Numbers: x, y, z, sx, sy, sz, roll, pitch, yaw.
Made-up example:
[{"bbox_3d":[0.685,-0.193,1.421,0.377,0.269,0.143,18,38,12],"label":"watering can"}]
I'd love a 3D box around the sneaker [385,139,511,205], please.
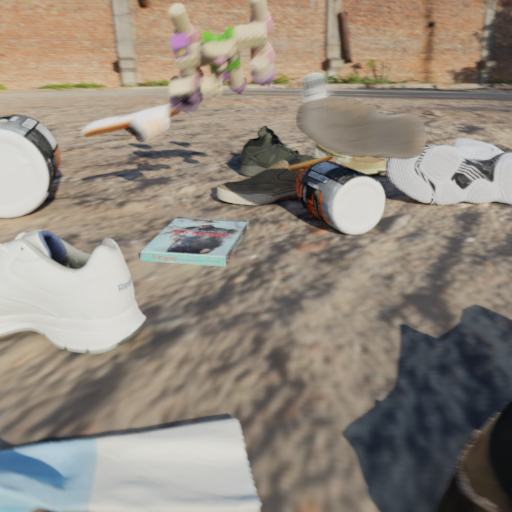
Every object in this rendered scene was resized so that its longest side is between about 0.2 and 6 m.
[{"bbox_3d":[4.381,-1.922,12.561,3.356,1.261,1.929,4,20,-5],"label":"sneaker"}]

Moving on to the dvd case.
[{"bbox_3d":[-0.981,-0.283,9.543,1.399,0.211,1.917,4,20,10],"label":"dvd case"}]

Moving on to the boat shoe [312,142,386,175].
[{"bbox_3d":[2.482,-2.735,15.263,0.916,0.822,2.476,-18,27,-40],"label":"boat shoe"}]

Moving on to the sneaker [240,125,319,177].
[{"bbox_3d":[0.699,-2.694,14.573,2.224,1.274,0.850,4,22,4],"label":"sneaker"}]

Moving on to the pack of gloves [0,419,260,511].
[{"bbox_3d":[-1.380,1.782,3.440,3.010,0.594,2.528,-5,20,-11],"label":"pack of gloves"}]

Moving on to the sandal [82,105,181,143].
[{"bbox_3d":[-2.339,-2.434,10.833,1.953,0.560,0.748,-19,6,-19],"label":"sandal"}]

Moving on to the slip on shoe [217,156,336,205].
[{"bbox_3d":[0.519,-1.697,12.398,2.852,0.864,1.084,-5,21,-12],"label":"slip on shoe"}]

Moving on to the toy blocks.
[{"bbox_3d":[-0.596,-3.706,11.241,2.075,2.220,1.869,-7,-21,5],"label":"toy blocks"}]

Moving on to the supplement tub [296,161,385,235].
[{"bbox_3d":[1.512,-1.157,10.585,1.125,1.125,1.836,-7,21,-18],"label":"supplement tub"}]

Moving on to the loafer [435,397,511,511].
[{"bbox_3d":[2.505,1.153,4.133,3.529,1.259,1.288,-19,27,-41],"label":"loafer"}]

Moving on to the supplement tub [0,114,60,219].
[{"bbox_3d":[-5.171,-2.016,11.902,1.819,1.819,2.968,-5,20,-14],"label":"supplement tub"}]

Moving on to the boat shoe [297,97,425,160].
[{"bbox_3d":[1.522,-1.852,8.504,2.199,0.833,0.789,8,2,-27],"label":"boat shoe"}]

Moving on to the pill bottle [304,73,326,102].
[{"bbox_3d":[1.263,-3.469,11.937,0.423,0.749,0.423,-5,-13,-1],"label":"pill bottle"}]

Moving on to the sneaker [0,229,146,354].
[{"bbox_3d":[-2.736,0.288,6.464,2.967,1.292,1.105,1,21,6],"label":"sneaker"}]
